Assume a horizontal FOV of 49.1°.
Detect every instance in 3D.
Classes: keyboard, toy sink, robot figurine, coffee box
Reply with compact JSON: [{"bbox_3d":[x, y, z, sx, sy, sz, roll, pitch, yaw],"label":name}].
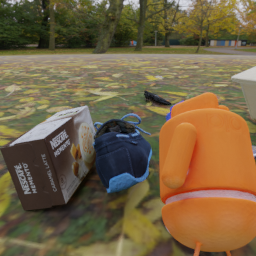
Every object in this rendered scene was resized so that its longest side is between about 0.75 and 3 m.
[{"bbox_3d":[1.123,-1.275,12.298,1.013,0.386,1.946,19,11,-17],"label":"keyboard"},{"bbox_3d":[4.538,-1.090,8.327,1.751,1.505,2.686,-22,12,3],"label":"toy sink"},{"bbox_3d":[1.004,0.600,3.639,1.237,1.526,2.122,0,62,2],"label":"robot figurine"},{"bbox_3d":[-1.273,0.432,5.235,0.814,1.167,2.041,-11,15,14],"label":"coffee box"}]

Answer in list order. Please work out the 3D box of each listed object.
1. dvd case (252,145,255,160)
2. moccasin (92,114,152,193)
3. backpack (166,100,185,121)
[{"bbox_3d":[2.578,0.534,6.397,0.910,0.098,1.224,-10,9,-19],"label":"dvd case"},{"bbox_3d":[-0.080,0.247,5.433,1.202,1.019,2.987,-23,7,-3],"label":"moccasin"},{"bbox_3d":[1.390,-0.174,6.966,0.711,0.688,0.847,-28,-35,20],"label":"backpack"}]
